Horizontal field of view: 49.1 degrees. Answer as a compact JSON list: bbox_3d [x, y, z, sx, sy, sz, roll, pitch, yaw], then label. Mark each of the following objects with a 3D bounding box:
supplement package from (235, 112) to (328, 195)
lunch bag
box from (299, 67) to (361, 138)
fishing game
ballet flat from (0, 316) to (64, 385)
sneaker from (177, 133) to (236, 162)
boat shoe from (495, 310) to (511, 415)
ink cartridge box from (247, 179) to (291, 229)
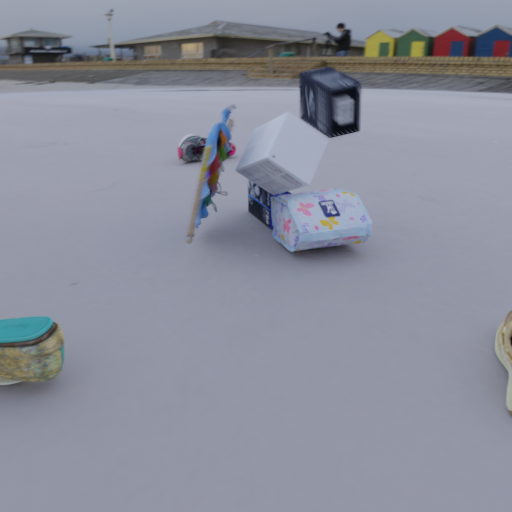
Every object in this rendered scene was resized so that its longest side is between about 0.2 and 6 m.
[{"bbox_3d":[0.497,-2.019,11.332,1.067,1.074,1.416,30,-15,-23],"label":"supplement package"},{"bbox_3d":[1.296,-0.743,11.407,1.591,1.192,1.876,-8,19,-12],"label":"lunch bag"},{"bbox_3d":[1.168,-2.481,8.996,0.572,0.811,1.096,-15,35,-14],"label":"box"},{"bbox_3d":[-0.784,-1.831,11.816,0.577,2.660,3.715,15,18,-2],"label":"fishing game"},{"bbox_3d":[-3.617,1.197,7.039,2.620,0.926,0.926,1,21,12],"label":"ballet flat"},{"bbox_3d":[-1.753,-3.781,19.603,0.881,0.951,2.359,22,30,40],"label":"sneaker"},{"bbox_3d":[3.570,1.182,7.124,0.878,0.787,2.372,6,22,15],"label":"boat shoe"},{"bbox_3d":[0.278,-1.244,13.101,0.377,0.955,1.921,-8,22,-20],"label":"ink cartridge box"}]
